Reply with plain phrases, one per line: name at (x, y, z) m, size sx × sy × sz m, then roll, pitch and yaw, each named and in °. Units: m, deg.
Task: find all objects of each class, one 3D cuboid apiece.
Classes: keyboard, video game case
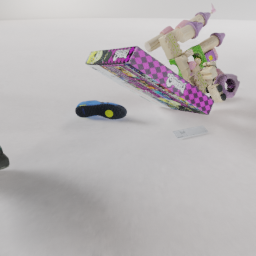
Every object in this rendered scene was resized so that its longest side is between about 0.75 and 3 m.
keyboard at (1.583, 0.097, 7.079) m, size 0.936 × 0.050 × 0.263 m, roll -10°, pitch 50°, yaw -22°
video game case at (0.499, -1.192, 7.238) m, size 2.651 × 0.475 × 2.403 m, roll 26°, pitch -3°, yaw -32°

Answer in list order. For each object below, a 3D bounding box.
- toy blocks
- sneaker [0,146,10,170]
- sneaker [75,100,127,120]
toy blocks at (2.283, -2.206, 8.298) m, size 2.160 × 2.398 × 2.566 m, roll -33°, pitch 15°, yaw -17°
sneaker at (-2.583, 0.390, 4.412) m, size 0.943 × 0.991 × 2.501 m, roll -22°, pitch 2°, yaw -17°
sneaker at (-0.735, -0.586, 8.003) m, size 1.514 × 0.499 × 0.594 m, roll 3°, pitch 30°, yaw 14°
